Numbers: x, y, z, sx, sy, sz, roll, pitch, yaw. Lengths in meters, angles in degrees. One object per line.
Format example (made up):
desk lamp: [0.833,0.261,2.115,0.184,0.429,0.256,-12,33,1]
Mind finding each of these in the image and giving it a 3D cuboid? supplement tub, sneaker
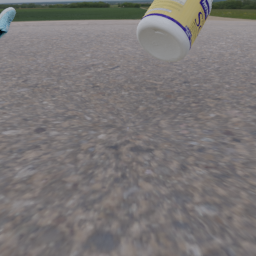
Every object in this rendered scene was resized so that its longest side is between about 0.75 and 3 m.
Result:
supplement tub: [1.448,-3.303,8.312,1.658,1.658,2.281,19,70,34]
sneaker: [-3.794,-3.168,8.662,0.468,1.142,0.422,41,4,14]
